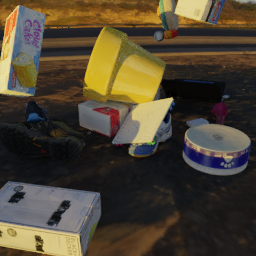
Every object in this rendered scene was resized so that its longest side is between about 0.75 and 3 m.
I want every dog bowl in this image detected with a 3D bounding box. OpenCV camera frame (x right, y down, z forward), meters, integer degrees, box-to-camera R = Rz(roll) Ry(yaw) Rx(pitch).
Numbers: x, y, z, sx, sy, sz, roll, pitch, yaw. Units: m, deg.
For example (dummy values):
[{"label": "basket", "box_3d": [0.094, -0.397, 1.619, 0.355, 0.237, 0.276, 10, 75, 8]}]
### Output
[{"label": "dog bowl", "box_3d": [2.572, 0.573, 8.216, 1.852, 0.729, 1.852, 0, 25, 0]}]

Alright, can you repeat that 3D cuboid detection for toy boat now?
[{"label": "toy boat", "box_3d": [1.580, -4.459, 11.703, 0.926, 1.674, 1.992, -5, 60, 18]}]

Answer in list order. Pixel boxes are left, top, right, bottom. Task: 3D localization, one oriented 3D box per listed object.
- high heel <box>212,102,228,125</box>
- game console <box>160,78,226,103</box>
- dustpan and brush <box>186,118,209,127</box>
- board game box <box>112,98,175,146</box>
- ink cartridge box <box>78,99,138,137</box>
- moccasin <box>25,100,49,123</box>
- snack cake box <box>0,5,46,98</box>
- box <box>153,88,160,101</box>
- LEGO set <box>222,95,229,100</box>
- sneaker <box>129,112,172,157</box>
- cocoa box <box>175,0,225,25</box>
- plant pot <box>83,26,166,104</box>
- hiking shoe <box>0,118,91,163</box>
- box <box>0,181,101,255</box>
[{"label": "high heel", "box_3d": [3.699, -0.857, 11.087, 0.639, 0.911, 1.896, 4, 25, 9]}, {"label": "game console", "box_3d": [3.012, -2.063, 12.750, 2.583, 1.504, 2.272, 10, 44, 23]}, {"label": "dustpan and brush", "box_3d": [2.740, -0.016, 10.088, 0.789, 0.324, 1.131, -13, 21, -25]}, {"label": "board game box", "box_3d": [0.490, -0.155, 8.836, 1.734, 0.224, 1.734, -6, 44, 46]}, {"label": "ink cartridge box", "box_3d": [-0.545, -0.594, 10.503, 1.590, 0.922, 2.155, 19, 29, 35]}, {"label": "moccasin", "box_3d": [-3.027, -0.426, 9.395, 0.831, 0.704, 2.066, -8, -7, -21]}, {"label": "snack cake box", "box_3d": [-3.250, -2.195, 8.436, 0.816, 2.427, 1.396, 9, -3, -35]}, {"label": "box", "box_3d": [-0.026, -1.363, 12.343, 2.575, 0.774, 1.502, 12, 27, 24]}, {"label": "LEGO set", "box_3d": [4.149, -1.512, 13.299, 0.865, 0.284, 1.158, 18, 31, 42]}, {"label": "sneaker", "box_3d": [0.705, 0.130, 8.904, 0.827, 0.968, 2.197, 15, 30, 27]}, {"label": "cocoa box", "box_3d": [2.045, -3.481, 8.024, 0.727, 0.739, 1.107, 0, 28, -36]}, {"label": "plant pot", "box_3d": [-0.057, -1.928, 9.780, 2.349, 2.497, 2.497, 18, 25, -3]}, {"label": "hiking shoe", "box_3d": [-2.581, 0.267, 8.628, 2.747, 1.040, 1.383, 14, 27, 7]}, {"label": "box", "box_3d": [-1.735, 1.797, 5.661, 2.146, 0.645, 1.251, 4, 25, 9]}]
